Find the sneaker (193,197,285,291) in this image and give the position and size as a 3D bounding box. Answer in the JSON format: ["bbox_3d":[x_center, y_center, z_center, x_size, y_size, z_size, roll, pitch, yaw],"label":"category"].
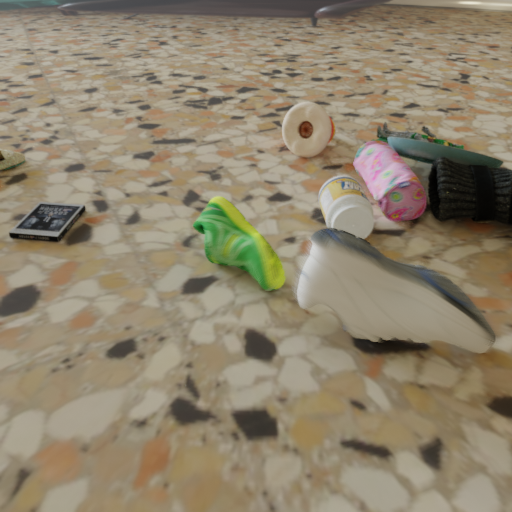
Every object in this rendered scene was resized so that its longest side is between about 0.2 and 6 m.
[{"bbox_3d":[-0.318,-0.084,9.773,0.983,0.871,2.353,-42,50,0],"label":"sneaker"}]

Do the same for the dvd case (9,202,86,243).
[{"bbox_3d":[-4.128,-0.693,11.167,0.996,0.164,1.326,4,33,6],"label":"dvd case"}]

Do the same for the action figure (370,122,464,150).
[{"bbox_3d":[4.222,-2.942,14.382,2.217,0.606,1.310,21,34,23],"label":"action figure"}]

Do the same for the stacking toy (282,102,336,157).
[{"bbox_3d":[1.647,-3.273,14.557,1.347,1.347,1.844,20,21,28],"label":"stacking toy"}]

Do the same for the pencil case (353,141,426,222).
[{"bbox_3d":[2.779,-1.613,11.864,1.008,1.008,2.306,-3,35,-5],"label":"pencil case"}]

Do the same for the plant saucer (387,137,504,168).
[{"bbox_3d":[4.203,-2.234,12.656,2.569,0.352,2.569,13,11,-2],"label":"plant saucer"}]

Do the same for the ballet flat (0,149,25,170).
[{"bbox_3d":[-6.199,-2.262,13.312,0.561,0.519,1.665,17,36,25],"label":"ballet flat"}]

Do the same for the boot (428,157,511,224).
[{"bbox_3d":[4.649,-0.947,10.509,2.375,1.195,3.177,7,21,-2],"label":"boot"}]

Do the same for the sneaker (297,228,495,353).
[{"bbox_3d":[1.975,0.696,8.122,2.964,1.291,1.104,26,20,3],"label":"sneaker"}]

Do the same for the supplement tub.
[{"bbox_3d":[1.736,-0.898,10.786,0.913,0.913,1.261,-2,33,-4],"label":"supplement tub"}]
